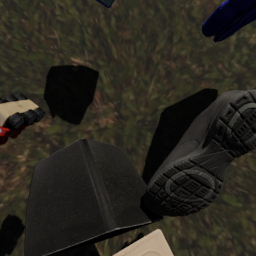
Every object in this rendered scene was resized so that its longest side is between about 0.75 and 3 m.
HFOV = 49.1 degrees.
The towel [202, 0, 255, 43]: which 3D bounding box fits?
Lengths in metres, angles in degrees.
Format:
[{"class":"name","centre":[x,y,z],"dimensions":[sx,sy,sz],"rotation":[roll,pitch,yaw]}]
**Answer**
[{"class":"towel","centre":[2.520,-2.358,5.134],"dimensions":[1.774,2.402,0.595],"rotation":[-26,95,-3]}]

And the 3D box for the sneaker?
[{"class":"sneaker","centre":[1.197,0.411,4.574],"dimensions":[0.948,1.133,2.497],"rotation":[40,101,-12]}]

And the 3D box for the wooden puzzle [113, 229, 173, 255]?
[{"class":"wooden puzzle","centre":[0.188,2.275,3.550],"dimensions":[1.564,0.362,1.448],"rotation":[-12,68,-42]}]

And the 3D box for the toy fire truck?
[{"class":"toy fire truck","centre":[-2.183,-0.007,4.846],"dimensions":[0.753,1.030,1.171],"rotation":[37,106,2]}]

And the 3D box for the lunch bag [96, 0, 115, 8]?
[{"class":"lunch bag","centre":[-0.679,-3.414,5.855],"dimensions":[1.328,1.129,0.846],"rotation":[34,58,-2]}]

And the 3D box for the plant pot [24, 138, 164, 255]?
[{"class":"plant pot","centre":[-0.689,1.182,4.971],"dimensions":[1.781,1.777,1.580],"rotation":[-27,67,23]}]
